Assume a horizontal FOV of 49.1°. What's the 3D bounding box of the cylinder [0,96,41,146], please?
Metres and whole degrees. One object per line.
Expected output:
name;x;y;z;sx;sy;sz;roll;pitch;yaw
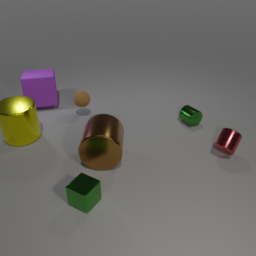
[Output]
cylinder;-4.084;-0.277;10.495;1.400;1.400;1.400;1;36;-1

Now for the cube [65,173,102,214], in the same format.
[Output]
cube;-1.231;1.810;7.846;0.700;0.700;0.700;18;36;26

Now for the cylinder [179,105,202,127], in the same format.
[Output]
cylinder;2.603;-0.512;11.651;0.700;0.700;0.700;-18;36;-27

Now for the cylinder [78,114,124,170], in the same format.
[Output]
cylinder;-0.855;0.452;9.384;1.400;1.400;1.400;1;31;1

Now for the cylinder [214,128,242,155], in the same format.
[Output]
cylinder;3.432;0.460;9.604;0.700;0.700;0.700;23;77;33

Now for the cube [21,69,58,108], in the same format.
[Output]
cube;-4.043;-1.849;12.929;1.400;1.400;1.400;-7;26;-12

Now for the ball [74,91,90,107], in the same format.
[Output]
ball;-1.956;-1.229;11.905;0.700;0.700;0.700;0;31;0
